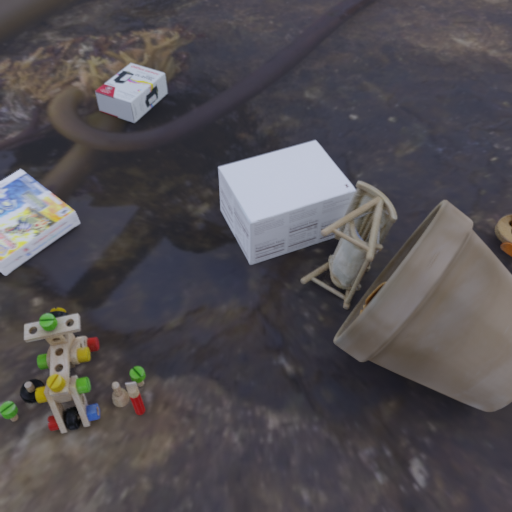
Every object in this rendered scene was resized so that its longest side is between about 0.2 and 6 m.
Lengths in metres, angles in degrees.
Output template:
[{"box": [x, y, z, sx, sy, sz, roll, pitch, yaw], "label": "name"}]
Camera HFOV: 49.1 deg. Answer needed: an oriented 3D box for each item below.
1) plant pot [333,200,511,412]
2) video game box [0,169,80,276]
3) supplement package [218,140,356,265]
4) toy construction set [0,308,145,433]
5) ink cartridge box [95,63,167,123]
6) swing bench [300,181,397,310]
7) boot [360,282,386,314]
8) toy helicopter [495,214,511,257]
[{"box": [2.487, 0.793, 7.127, 2.033, 2.343, 2.343, 37, 57, 9], "label": "plant pot"}, {"box": [-4.057, -0.615, 9.357, 1.632, 0.382, 1.487, 34, 62, 26], "label": "video game box"}, {"box": [0.463, -0.913, 9.219, 1.814, 1.006, 1.413, -18, 51, -15], "label": "supplement package"}, {"box": [-2.235, 1.394, 7.026, 1.683, 1.293, 1.404, 12, 50, 9], "label": "toy construction set"}, {"box": [-2.592, -3.436, 11.740, 0.916, 0.520, 1.257, 21, 52, 17], "label": "ink cartridge box"}, {"box": [1.439, -0.162, 8.314, 0.842, 1.290, 1.297, 31, 54, 13], "label": "swing bench"}, {"box": [2.019, 0.498, 7.133, 0.606, 1.234, 1.723, 33, 93, 47], "label": "boot"}, {"box": [4.479, -0.122, 8.853, 1.479, 0.583, 0.978, 37, 58, 21], "label": "toy helicopter"}]
